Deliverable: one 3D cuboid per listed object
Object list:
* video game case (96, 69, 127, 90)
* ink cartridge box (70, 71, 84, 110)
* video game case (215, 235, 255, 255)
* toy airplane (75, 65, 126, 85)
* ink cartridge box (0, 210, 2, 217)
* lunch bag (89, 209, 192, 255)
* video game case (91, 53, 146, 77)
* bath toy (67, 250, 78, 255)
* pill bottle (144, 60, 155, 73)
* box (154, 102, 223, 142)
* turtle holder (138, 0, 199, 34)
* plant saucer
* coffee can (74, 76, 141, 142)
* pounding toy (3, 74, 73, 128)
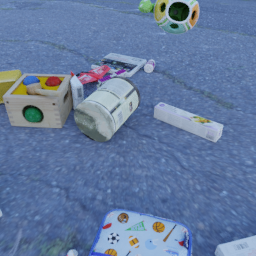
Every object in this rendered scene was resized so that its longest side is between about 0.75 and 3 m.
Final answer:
[{"bbox_3d":[-0.792,-1.760,12.178,0.274,1.387,1.530,42,50,19],"label":"video game case"},{"bbox_3d":[-2.279,-1.527,11.890,0.389,1.318,1.646,-16,38,-21],"label":"ink cartridge box"},{"bbox_3d":[3.184,3.176,5.976,1.959,0.445,1.776,-8,36,-12],"label":"video game case"},{"bbox_3d":[-1.333,-2.439,13.777,2.861,0.526,2.861,-2,29,1],"label":"toy airplane"},{"bbox_3d":[-5.016,2.117,7.570,2.316,0.684,2.893,-26,26,-31],"label":"ink cartridge box"},{"bbox_3d":[0.340,2.828,6.159,2.262,0.855,1.813,9,38,14],"label":"lunch bag"},{"bbox_3d":[-0.475,-3.564,15.696,2.380,0.278,2.164,17,38,21],"label":"video game case"},{"bbox_3d":[-1.221,3.106,6.256,0.335,0.285,0.771,33,16,-39],"label":"bath toy"},{"bbox_3d":[1.209,-3.393,15.243,0.501,0.501,0.893,9,37,13],"label":"pill bottle"},{"bbox_3d":[2.257,-0.267,10.770,2.723,0.564,0.527,24,40,31],"label":"box"},{"bbox_3d":[1.800,-4.872,11.418,2.325,1.766,1.651,37,20,-11],"label":"turtle holder"},{"bbox_3d":[-5.233,-1.625,11.873,1.639,1.639,0.397,-9,51,-13],"label":"plant saucer"},{"bbox_3d":[-0.717,-0.766,10.511,1.636,1.636,2.235,16,38,21],"label":"coffee can"},{"bbox_3d":[-3.321,-1.196,10.929,2.438,1.883,2.649,2,35,4],"label":"pounding toy"}]
